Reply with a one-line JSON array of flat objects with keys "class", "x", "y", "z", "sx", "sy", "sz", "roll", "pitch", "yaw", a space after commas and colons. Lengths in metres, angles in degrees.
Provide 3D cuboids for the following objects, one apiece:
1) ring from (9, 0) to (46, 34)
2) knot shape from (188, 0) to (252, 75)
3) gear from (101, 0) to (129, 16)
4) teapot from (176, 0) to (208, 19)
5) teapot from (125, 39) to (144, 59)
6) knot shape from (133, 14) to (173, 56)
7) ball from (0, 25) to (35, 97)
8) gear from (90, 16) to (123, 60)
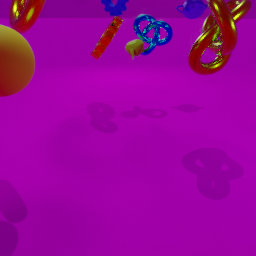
[{"class": "ring", "x": -2.026, "y": -2.636, "z": 5.688, "sx": 0.292, "sy": 1.460, "sz": 1.460, "roll": 15, "pitch": 10, "yaw": -41}, {"class": "knot shape", "x": 2.255, "y": -2.432, "z": 6.804, "sx": 0.959, "sy": 2.075, "sz": 1.942, "roll": 22, "pitch": 64, "yaw": 12}, {"class": "gear", "x": -0.455, "y": -4.273, "z": 9.050, "sx": 0.224, "sy": 1.212, "sz": 1.212, "roll": -25, "pitch": 34, "yaw": -34}, {"class": "teapot", "x": 2.488, "y": -4.549, "z": 10.486, "sx": 1.364, "sy": 0.668, "sz": 0.848, "roll": -9, "pitch": -19, "yaw": 3}, {"class": "teapot", "x": 0.253, "y": -2.748, "z": 9.786, "sx": 0.670, "sy": 0.527, "sz": 1.077, "roll": -9, "pitch": 32, "yaw": 24}, {"class": "knot shape", "x": 0.922, "y": -3.359, "z": 10.011, "sx": 1.372, "sy": 1.466, "sz": 0.678, "roll": 0, "pitch": 11, "yaw": 20}, {"class": "ball", "x": -2.087, "y": -1.065, "z": 4.493, "sx": 1.132, "sy": 1.132, "sz": 1.132, "roll": 0, "pitch": 24, "yaw": 0}, {"class": "gear", "x": -0.781, "y": -3.278, "z": 10.160, "sx": 0.309, "sy": 1.671, "sz": 1.671, "roll": 32, "pitch": 18, "yaw": -17}]
